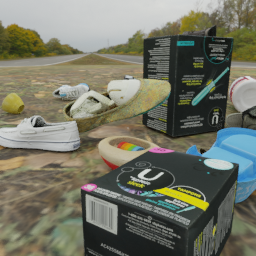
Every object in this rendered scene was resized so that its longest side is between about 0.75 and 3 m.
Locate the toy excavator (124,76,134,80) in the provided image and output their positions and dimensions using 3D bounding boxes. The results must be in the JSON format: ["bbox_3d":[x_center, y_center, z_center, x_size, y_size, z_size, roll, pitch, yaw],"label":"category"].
[{"bbox_3d":[0.766,-1.935,14.308,2.121,1.059,2.062,9,17,-1],"label":"toy excavator"}]

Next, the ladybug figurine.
[{"bbox_3d":[0.060,0.596,5.671,1.101,0.584,1.622,-12,20,-37],"label":"ladybug figurine"}]

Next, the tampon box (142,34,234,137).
[{"bbox_3d":[1.723,-1.335,8.557,2.048,2.733,1.725,-6,15,-27],"label":"tampon box"}]

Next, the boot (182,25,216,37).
[{"bbox_3d":[2.362,-3.164,9.319,0.975,0.388,1.120,9,26,35],"label":"boot"}]

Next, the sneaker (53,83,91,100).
[{"bbox_3d":[-2.795,-1.666,13.724,2.228,0.835,0.965,1,19,35],"label":"sneaker"}]

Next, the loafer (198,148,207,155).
[{"bbox_3d":[1.691,0.679,5.905,0.343,0.304,0.903,-6,17,-20],"label":"loafer"}]

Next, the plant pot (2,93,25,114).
[{"bbox_3d":[-4.387,-0.872,10.878,0.573,0.807,0.807,31,22,7],"label":"plant pot"}]

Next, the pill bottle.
[{"bbox_3d":[4.858,-1.398,11.463,1.344,1.344,2.354,4,16,14],"label":"pill bottle"}]

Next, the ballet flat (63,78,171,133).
[{"bbox_3d":[-0.429,-0.635,6.774,2.917,1.031,1.031,-18,5,30],"label":"ballet flat"}]

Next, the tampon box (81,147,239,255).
[{"bbox_3d":[0.453,1.011,3.329,1.240,1.044,1.654,10,18,32],"label":"tampon box"}]

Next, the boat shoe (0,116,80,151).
[{"bbox_3d":[-2.331,0.067,7.154,2.389,0.781,0.879,2,13,12],"label":"boat shoe"}]

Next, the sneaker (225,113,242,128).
[{"bbox_3d":[3.623,-0.173,8.674,1.563,0.584,0.830,8,10,-8],"label":"sneaker"}]

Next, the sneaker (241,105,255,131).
[{"bbox_3d":[3.882,0.083,6.844,1.575,1.051,2.750,-19,28,-19],"label":"sneaker"}]

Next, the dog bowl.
[{"bbox_3d":[1.954,0.632,5.154,1.239,0.551,2.223,24,34,39],"label":"dog bowl"}]
